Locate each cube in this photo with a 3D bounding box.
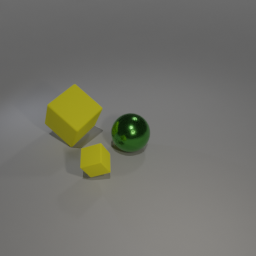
[{"bbox_3d":[-2.019,-0.444,10.298,1.400,1.400,1.400,41,57,4],"label":"cube"},{"bbox_3d":[-0.994,0.999,8.621,0.700,0.700,0.700,-16,52,14],"label":"cube"}]

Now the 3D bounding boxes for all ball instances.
[{"bbox_3d":[0.095,0.169,10.014,1.400,1.400,1.400,0,33,0],"label":"ball"}]
